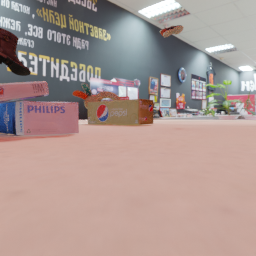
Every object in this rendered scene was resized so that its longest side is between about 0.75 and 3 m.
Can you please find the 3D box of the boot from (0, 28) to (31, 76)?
[{"bbox_3d":[-3.517,-2.374,8.616,0.475,1.194,1.371,-21,-35,30],"label":"boot"}]

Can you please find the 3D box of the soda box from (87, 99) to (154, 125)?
[{"bbox_3d":[-0.337,-0.562,10.370,2.632,0.891,0.843,1,2,42],"label":"soda box"}]

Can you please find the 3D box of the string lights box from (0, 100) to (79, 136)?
[{"bbox_3d":[-1.660,-0.172,4.709,0.895,0.513,1.742,-2,3,-41],"label":"string lights box"}]

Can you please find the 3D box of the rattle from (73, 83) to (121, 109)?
[{"bbox_3d":[-1.301,-1.117,12.770,2.277,1.483,1.627,22,14,-1],"label":"rattle"}]

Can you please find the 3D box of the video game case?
[{"bbox_3d":[-2.464,-0.255,3.131,1.928,0.243,2.693,-5,9,19],"label":"video game case"}]

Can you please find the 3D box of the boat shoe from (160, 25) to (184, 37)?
[{"bbox_3d":[1.694,-3.777,10.807,0.974,0.347,0.305,-24,52,-17],"label":"boat shoe"}]
